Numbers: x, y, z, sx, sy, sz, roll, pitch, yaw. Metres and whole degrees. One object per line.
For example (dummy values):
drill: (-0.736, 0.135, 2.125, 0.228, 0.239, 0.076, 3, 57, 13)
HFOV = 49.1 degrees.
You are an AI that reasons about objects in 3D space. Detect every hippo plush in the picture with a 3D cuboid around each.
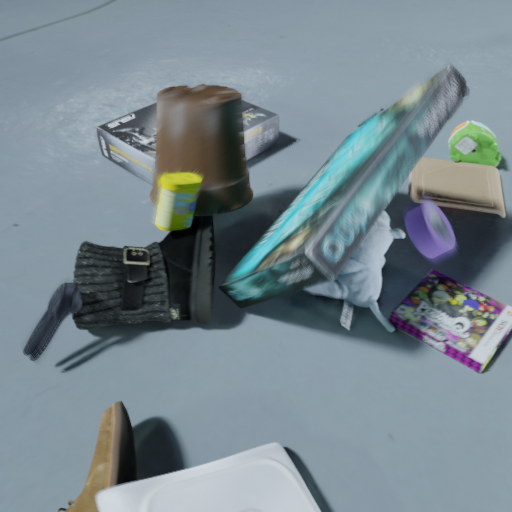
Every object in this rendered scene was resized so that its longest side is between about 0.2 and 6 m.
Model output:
hippo plush: (1.532, -0.048, 9.356, 1.610, 1.626, 2.022, 3, 40, 2)

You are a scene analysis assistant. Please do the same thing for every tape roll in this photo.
tape roll: (2.907, -0.430, 9.365, 0.875, 0.372, 0.875, 25, 48, -32)

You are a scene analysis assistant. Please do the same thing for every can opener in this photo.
can opener: (-3.010, 0.937, 8.205, 0.403, 0.500, 1.271, 34, 91, 41)

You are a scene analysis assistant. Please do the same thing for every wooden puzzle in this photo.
wooden puzzle: (4.317, -1.516, 12.175, 2.009, 0.374, 1.858, 13, 41, 8)

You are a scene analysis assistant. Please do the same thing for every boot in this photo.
boot: (-1.920, 2.894, 6.481, 1.005, 0.980, 2.664, -10, 42, 3)
boot: (-1.862, -0.027, 9.717, 2.279, 1.147, 3.049, -1, 40, -1)

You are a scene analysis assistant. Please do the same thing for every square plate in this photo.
square plate: (-0.088, 3.161, 5.837, 2.487, 0.357, 2.510, -1, 38, -36)

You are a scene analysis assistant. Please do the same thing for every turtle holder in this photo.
turtle holder: (5.078, -2.567, 12.827, 1.324, 1.006, 0.940, 8, 45, 4)

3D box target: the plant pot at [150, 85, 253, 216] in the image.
plant pot: (-0.977, -1.965, 10.000, 1.920, 1.900, 1.920, 2, 28, -1)

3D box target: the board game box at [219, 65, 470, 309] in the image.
board game box: (1.364, -1.038, 8.919, 0.595, 2.857, 4.225, 44, 63, -10)

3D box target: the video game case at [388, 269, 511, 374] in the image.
video game case: (3.234, 1.007, 9.161, 1.618, 0.290, 1.466, 30, 48, 31)

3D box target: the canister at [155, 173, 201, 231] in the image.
canister: (-1.297, -0.875, 9.169, 0.650, 0.875, 0.379, -11, 39, -37)

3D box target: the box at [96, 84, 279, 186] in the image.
box: (-1.572, -2.874, 13.370, 2.722, 0.831, 3.437, 31, 49, 32)
